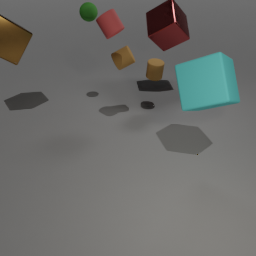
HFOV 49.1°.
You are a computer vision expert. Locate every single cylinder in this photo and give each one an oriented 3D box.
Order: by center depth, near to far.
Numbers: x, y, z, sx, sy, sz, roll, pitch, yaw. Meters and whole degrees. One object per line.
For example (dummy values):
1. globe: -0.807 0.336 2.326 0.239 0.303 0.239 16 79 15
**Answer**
1. cylinder: -0.581 -3.402 9.182 0.700 0.700 0.700 -31 13 8
2. cylinder: -0.180 -2.675 10.708 0.700 0.700 0.700 -25 27 13
3. cylinder: 1.127 -2.438 11.692 0.700 0.700 0.700 3 40 -3

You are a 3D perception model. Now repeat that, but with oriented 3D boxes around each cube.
1. cube: 2.421 -1.323 8.484 1.400 1.400 1.400 -10 -3 33
2. cube: -4.841 -3.533 10.943 1.400 1.400 1.400 23 11 -43
3. cube: 1.790 -4.612 12.649 1.400 1.400 1.400 -18 -27 34

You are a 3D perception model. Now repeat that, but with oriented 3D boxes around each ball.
1. ball: -1.523 -4.474 10.805 0.700 0.700 0.700 0 30 0
